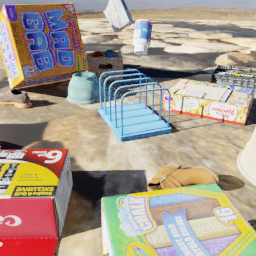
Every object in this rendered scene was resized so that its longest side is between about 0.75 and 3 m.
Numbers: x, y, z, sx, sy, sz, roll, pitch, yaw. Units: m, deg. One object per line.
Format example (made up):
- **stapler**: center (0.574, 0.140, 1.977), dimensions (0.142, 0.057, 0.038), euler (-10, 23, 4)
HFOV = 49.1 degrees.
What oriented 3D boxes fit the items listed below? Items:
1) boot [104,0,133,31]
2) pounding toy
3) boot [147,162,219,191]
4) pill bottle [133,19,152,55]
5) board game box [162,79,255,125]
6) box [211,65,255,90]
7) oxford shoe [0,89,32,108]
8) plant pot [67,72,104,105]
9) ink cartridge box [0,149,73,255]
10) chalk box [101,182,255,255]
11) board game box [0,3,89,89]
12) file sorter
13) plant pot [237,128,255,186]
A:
- **boot**: center (-0.654, -5.166, 11.781), dimensions (1.002, 2.097, 0.771), euler (-17, 16, 26)
- **pounding toy**: center (-1.460, -2.947, 13.424), dimensions (2.402, 1.251, 2.735), euler (-4, 26, -8)
- **boot**: center (1.148, 1.141, 5.917), dimensions (1.295, 0.497, 1.005), euler (19, 31, 35)
- **pill bottle**: center (0.558, -3.502, 10.896), dimensions (0.694, 1.236, 0.694), euler (6, -4, 0)
- **board game box**: center (2.966, -1.057, 10.220), dimensions (2.838, 0.657, 2.150), euler (14, 29, 26)
- **box**: center (5.230, -2.360, 12.995), dimensions (2.428, 0.599, 1.939), euler (11, 30, 21)
- **oxford shoe**: center (-4.379, -1.223, 10.599), dimensions (1.732, 0.632, 0.618), euler (11, 28, 21)
- **plant pot**: center (-1.703, -1.643, 11.059), dimensions (1.485, 0.995, 1.485), euler (0, 27, 0)
- **ink cartridge box**: center (-2.333, 1.295, 5.047), dimensions (2.347, 0.984, 2.061), euler (-1, 27, -3)
- **chalk box**: center (0.361, 1.764, 3.629), dimensions (2.239, 1.393, 1.386), euler (-4, 26, -11)
- **board game box**: center (-3.626, -3.311, 11.633), dimensions (2.684, 2.682, 2.682), euler (-17, 8, -30)
- **file sorter**: center (0.130, -0.843, 8.902), dimensions (1.649, 1.458, 2.376), euler (-10, 28, -18)
- **plant pot**: center (3.848, 0.068, 6.202), dimensions (2.385, 2.183, 2.385), euler (0, 26, 0)
